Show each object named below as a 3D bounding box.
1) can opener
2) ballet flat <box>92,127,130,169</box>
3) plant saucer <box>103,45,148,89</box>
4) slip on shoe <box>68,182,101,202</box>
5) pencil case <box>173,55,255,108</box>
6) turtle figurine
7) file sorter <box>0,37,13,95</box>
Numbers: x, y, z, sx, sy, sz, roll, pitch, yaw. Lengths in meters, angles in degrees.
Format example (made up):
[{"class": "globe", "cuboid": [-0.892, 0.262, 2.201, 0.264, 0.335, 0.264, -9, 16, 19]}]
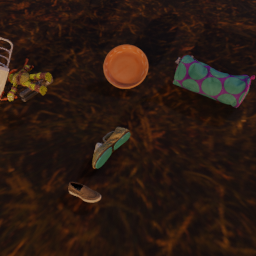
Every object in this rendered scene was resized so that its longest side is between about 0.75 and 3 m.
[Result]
[{"class": "can opener", "cuboid": [-2.925, -1.324, 8.883, 0.417, 0.333, 1.249, 27, 56, 31]}, {"class": "ballet flat", "cuboid": [-0.532, 0.458, 7.192, 0.528, 0.528, 1.493, 29, 51, 22]}, {"class": "plant saucer", "cuboid": [-0.061, -1.922, 8.892, 1.417, 0.265, 1.417, -1, 84, 5]}, {"class": "slip on shoe", "cuboid": [-0.996, 1.439, 6.378, 0.823, 0.249, 0.313, 16, 35, 24]}, {"class": "pencil case", "cuboid": [2.510, -1.464, 8.513, 2.258, 0.961, 1.044, 26, 93, 18]}, {"class": "turtle figurine", "cuboid": [-2.923, -1.449, 8.068, 1.352, 0.540, 1.676, 9, 55, 15]}, {"class": "file sorter", "cuboid": [-4.042, -1.749, 7.974, 1.172, 1.689, 1.052, 15, 61, -26]}]
